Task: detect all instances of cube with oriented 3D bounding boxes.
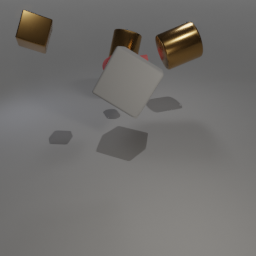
[{"bbox_3d":[-2.294,-2.344,6.903,0.700,0.700,0.700,15,-4,-15],"label":"cube"},{"bbox_3d":[0.045,-1.326,7.878,1.400,1.400,1.400,31,16,-3],"label":"cube"}]

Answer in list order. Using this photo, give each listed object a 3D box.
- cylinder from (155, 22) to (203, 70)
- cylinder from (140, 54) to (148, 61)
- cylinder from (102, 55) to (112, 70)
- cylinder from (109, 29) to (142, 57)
[{"bbox_3d":[1.952,-3.157,10.800,1.400,1.400,1.400,-22,30,1],"label":"cylinder"},{"bbox_3d":[0.691,-3.409,14.552,0.700,0.700,0.700,-10,29,1],"label":"cylinder"},{"bbox_3d":[-0.532,-2.297,10.301,0.700,0.700,0.700,-9,8,-16],"label":"cylinder"},{"bbox_3d":[-0.141,-3.966,13.753,1.400,1.400,1.400,12,8,-2],"label":"cylinder"}]
